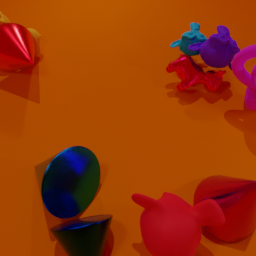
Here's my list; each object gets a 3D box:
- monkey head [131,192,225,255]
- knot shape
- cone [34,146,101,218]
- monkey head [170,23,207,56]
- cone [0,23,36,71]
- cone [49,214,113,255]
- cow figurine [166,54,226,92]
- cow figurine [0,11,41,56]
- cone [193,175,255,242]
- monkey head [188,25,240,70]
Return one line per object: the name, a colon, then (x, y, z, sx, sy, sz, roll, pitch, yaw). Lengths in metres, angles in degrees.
monkey head: (0.931, 1.796, 5.008, 1.163, 1.389, 1.931, -28, 88, -45)
knot shape: (3.214, -1.190, 6.743, 0.857, 1.735, 1.854, -30, 22, 3)
cone: (-1.630, 0.997, 6.083, 1.474, 1.469, 1.469, 9, 49, 40)
monkey head: (1.930, -2.623, 8.373, 1.239, 0.746, 0.891, 10, 61, 0)
cone: (-2.902, -1.987, 7.663, 1.398, 1.398, 1.404, -35, 49, -23)
cone: (-0.757, 2.339, 5.175, 1.186, 1.186, 1.190, -10, 81, -7)
cow figurine: (1.908, -1.535, 7.773, 1.346, 0.751, 1.368, -31, 91, -2)
cow figurine: (-3.323, -2.828, 8.346, 1.425, 1.402, 0.782, -13, 46, -22)
cone: (2.154, 1.283, 5.296, 1.399, 1.405, 1.399, 5, 57, -7)
monkey head: (2.453, -2.203, 7.665, 1.505, 0.907, 1.083, 20, 52, -15)
